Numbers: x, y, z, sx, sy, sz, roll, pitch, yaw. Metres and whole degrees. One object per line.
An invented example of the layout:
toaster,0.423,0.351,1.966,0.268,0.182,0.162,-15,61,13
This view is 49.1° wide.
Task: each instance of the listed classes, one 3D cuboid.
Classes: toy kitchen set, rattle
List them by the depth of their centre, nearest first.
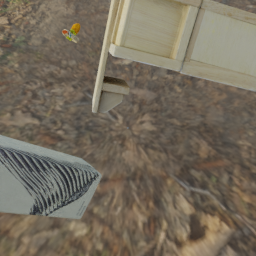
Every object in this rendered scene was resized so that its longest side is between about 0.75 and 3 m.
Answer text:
toy kitchen set,0.614,-1.066,4.840,2.172,1.964,2.408,11,18,-11
rattle,-1.519,-2.701,7.718,0.574,0.804,0.524,-43,83,1

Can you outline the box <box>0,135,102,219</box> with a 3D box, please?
box,-1.518,0.716,4.122,0.752,2.200,0.904,28,94,45
